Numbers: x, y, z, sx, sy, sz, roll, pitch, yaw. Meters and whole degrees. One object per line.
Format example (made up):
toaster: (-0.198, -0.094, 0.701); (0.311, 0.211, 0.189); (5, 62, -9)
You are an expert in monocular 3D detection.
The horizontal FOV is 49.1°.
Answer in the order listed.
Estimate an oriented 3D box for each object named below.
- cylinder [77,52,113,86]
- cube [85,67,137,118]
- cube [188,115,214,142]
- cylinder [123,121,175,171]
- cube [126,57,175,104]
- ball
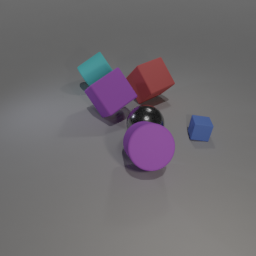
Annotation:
cylinder: (-1.589, -2.865, 14.129); (1.400, 1.400, 1.400); (-34, 36, 3)
cube: (-0.732, -1.408, 11.500); (1.400, 1.400, 1.400); (-37, 10, -15)
cube: (2.738, 0.005, 10.630); (0.700, 0.700, 0.700); (7, 32, -3)
cylinder: (0.609, 0.517, 8.764); (1.400, 1.400, 1.400); (-4, 4, -7)
cube: (0.999, -2.159, 12.866); (1.400, 1.400, 1.400); (-26, -3, -26)
ball: (0.642, -0.156, 10.320); (1.400, 1.400, 1.400); (0, 32, 0)
